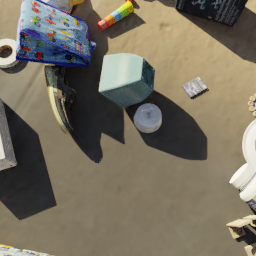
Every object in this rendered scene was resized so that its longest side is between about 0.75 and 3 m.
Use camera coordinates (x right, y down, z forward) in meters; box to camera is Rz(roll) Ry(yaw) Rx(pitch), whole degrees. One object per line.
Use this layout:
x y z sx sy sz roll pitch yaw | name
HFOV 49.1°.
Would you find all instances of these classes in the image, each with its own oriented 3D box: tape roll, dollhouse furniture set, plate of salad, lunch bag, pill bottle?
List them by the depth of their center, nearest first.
4.004 3.382 8.647 1.175 1.006 1.235 -19 73 -6 | dollhouse furniture set
4.405 2.159 8.963 2.122 1.178 1.178 41 76 13 | pill bottle
5.060 0.690 9.784 2.307 0.554 2.307 1 81 -5 | plate of salad
-2.539 -3.426 10.373 2.848 1.340 2.144 7 55 -25 | lunch bag
-4.855 -2.982 11.156 1.231 0.225 1.231 0 71 1 | tape roll

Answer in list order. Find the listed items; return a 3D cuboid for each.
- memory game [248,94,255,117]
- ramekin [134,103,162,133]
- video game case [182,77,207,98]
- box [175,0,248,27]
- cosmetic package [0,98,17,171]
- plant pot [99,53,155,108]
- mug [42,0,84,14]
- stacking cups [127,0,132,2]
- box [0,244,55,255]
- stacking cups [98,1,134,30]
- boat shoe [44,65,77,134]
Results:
5.061 -0.842 10.532 1.087 0.069 1.087 0 72 0 | memory game
0.731 -0.386 10.153 1.041 0.507 1.041 0 72 0 | ramekin
2.560 -1.570 10.771 0.810 0.077 0.578 -30 74 -8 | video game case
3.432 -5.515 11.062 2.649 1.966 1.418 20 73 7 | box
-4.953 0.147 9.642 1.454 1.146 2.702 -19 71 -8 | cosmetic package
0.097 -1.731 9.784 1.498 1.471 1.467 -7 67 33 | plant pot
-2.919 -5.460 11.261 2.173 1.740 1.784 -30 82 -3 | mug
-0.307 -5.935 12.070 0.405 0.405 1.339 -34 78 -10 | stacking cups
-3.549 3.795 7.971 2.979 2.040 0.594 10 72 3 | box
-0.500 -4.586 11.608 1.619 0.490 0.490 -39 76 -7 | stacking cups
-2.333 -1.181 10.120 0.924 1.044 2.852 -18 71 -4 | boat shoe
